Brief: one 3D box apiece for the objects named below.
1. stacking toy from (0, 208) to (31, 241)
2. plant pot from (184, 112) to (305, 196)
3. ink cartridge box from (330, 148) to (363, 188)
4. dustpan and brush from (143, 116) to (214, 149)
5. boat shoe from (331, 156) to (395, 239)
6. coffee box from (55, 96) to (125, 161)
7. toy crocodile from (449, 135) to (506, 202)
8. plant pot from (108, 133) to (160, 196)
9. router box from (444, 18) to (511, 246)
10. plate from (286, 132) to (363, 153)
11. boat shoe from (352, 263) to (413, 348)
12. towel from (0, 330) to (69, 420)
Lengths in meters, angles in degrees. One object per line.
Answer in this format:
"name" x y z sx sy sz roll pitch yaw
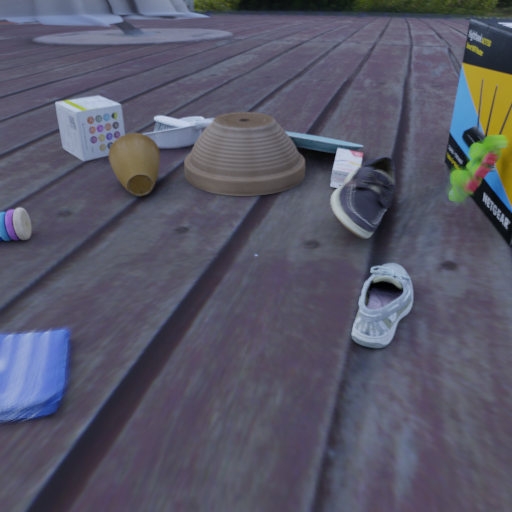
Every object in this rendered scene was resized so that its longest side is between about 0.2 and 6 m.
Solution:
"stacking toy" -4.399 -0.430 9.170 1.270 0.542 0.542 -9 29 -3
"plant pot" -0.233 -2.271 11.736 2.588 1.194 2.588 1 29 0
"ink cartridge box" 1.836 -1.752 11.374 0.541 0.313 0.929 11 49 7
"dustpan and brush" -1.701 -3.111 13.671 2.762 0.791 1.928 17 33 28
"boat shoe" 1.965 -1.141 9.749 0.908 0.818 2.523 40 31 -3
"coffee box" -3.849 -3.011 13.115 1.133 1.144 1.146 -22 36 -34
"toy crocodile" 3.616 -1.412 9.179 0.460 1.362 0.421 6 42 -22
"plant pot" -2.348 -1.701 11.033 1.025 1.025 1.100 -7 42 -13
"router box" 4.614 -2.417 10.037 1.047 3.059 4.101 1 28 1
"plate" 1.420 -2.588 12.891 2.070 0.265 2.070 9 16 -2
"boat shoe" 1.667 0.514 7.270 0.639 0.556 1.734 14 31 23
"towel" -3.080 1.265 6.096 1.937 0.231 1.402 -2 28 -12
